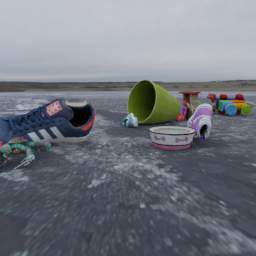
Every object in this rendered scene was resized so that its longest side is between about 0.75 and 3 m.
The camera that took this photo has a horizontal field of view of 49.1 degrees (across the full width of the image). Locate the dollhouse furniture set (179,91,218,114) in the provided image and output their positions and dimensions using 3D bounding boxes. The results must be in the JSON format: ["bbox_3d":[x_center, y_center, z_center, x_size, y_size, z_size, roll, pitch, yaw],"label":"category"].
[{"bbox_3d":[3.505,-1.248,13.772,2.125,1.144,0.864,-8,12,-38],"label":"dollhouse furniture set"}]

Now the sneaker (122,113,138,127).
[{"bbox_3d":[0.010,-0.284,10.160,0.485,0.436,1.124,-5,10,-13],"label":"sneaker"}]

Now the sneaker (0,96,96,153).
[{"bbox_3d":[-1.970,-0.203,6.557,2.727,1.152,1.022,-9,58,-41],"label":"sneaker"}]

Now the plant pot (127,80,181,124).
[{"bbox_3d":[1.155,-0.863,10.859,1.759,1.646,1.646,10,1,-37],"label":"plant pot"}]

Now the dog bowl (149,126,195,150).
[{"bbox_3d":[1.094,0.242,6.999,1.129,0.416,1.129,0,9,0],"label":"dog bowl"}]

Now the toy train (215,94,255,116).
[{"bbox_3d":[5.521,-1.032,13.426,2.289,0.969,1.324,0,20,-3],"label":"toy train"}]

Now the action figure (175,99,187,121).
[{"bbox_3d":[2.215,-0.758,12.024,0.590,0.466,1.803,10,32,8],"label":"action figure"}]

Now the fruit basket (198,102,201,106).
[{"bbox_3d":[3.729,-1.080,15.020,1.279,0.600,1.185,13,2,-31],"label":"fruit basket"}]

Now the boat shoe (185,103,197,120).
[{"bbox_3d":[2.812,-0.663,12.093,0.627,0.642,1.697,6,18,3],"label":"boat shoe"}]

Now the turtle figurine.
[{"bbox_3d":[-2.088,0.434,5.472,0.799,0.538,1.068,5,10,31],"label":"turtle figurine"}]

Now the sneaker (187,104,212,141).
[{"bbox_3d":[1.856,0.067,7.405,0.508,0.799,1.401,5,-30,5],"label":"sneaker"}]

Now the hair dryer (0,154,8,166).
[{"bbox_3d":[-3.406,0.480,5.560,2.038,0.727,2.676,14,10,-17],"label":"hair dryer"}]

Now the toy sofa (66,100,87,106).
[{"bbox_3d":[-2.951,-1.233,15.982,1.220,0.595,0.505,-1,-15,-3],"label":"toy sofa"}]
